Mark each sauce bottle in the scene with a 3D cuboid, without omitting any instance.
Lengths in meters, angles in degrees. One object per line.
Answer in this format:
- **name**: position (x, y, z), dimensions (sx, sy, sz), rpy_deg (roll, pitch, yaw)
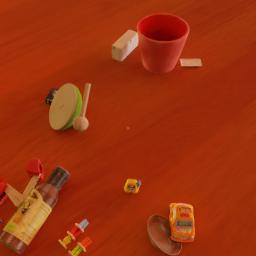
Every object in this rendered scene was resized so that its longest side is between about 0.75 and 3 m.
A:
- **sauce bottle**: position (-3.013, 2.612, 9.371), dimensions (0.948, 0.948, 2.931), rpy_deg (21, 54, 15)

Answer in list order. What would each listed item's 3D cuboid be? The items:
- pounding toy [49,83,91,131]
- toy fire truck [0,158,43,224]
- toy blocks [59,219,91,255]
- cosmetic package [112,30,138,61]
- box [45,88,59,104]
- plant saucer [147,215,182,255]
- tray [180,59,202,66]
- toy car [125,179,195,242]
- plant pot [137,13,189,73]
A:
- **pounding toy**: position (-2.110, -0.740, 11.633), dimensions (2.584, 1.199, 1.995), rpy_deg (5, 79, 48)
- **toy fire truck**: position (-4.148, 2.317, 9.756), dimensions (1.878, 0.649, 2.663), rpy_deg (2, 53, 2)
- **toy blocks**: position (-1.546, 3.536, 9.008), dimensions (0.878, 0.383, 1.054), rpy_deg (36, 61, 24)
- **cosmetic package**: position (-0.139, -4.316, 14.630), dimensions (0.616, 0.846, 1.664), rpy_deg (25, 58, 18)
- **box**: position (-3.137, -1.409, 12.824), dimensions (1.051, 0.229, 0.842), rpy_deg (10, 54, 7)
- **plant saucer**: position (1.100, 3.401, 8.844), dimensions (1.356, 0.248, 1.356), rpy_deg (30, 28, -18)
- **tray**: position (3.210, -3.322, 14.335), dimensions (1.039, 0.115, 0.558), rpy_deg (-1, 52, 0)
- **toy car**: position (0.982, 2.675, 9.293), dimensions (2.781, 0.925, 1.364), rpy_deg (18, 52, 12)
- **plant pot**: position (1.596, -3.991, 13.586), dimensions (2.382, 2.108, 2.382), rpy_deg (0, 54, 0)
